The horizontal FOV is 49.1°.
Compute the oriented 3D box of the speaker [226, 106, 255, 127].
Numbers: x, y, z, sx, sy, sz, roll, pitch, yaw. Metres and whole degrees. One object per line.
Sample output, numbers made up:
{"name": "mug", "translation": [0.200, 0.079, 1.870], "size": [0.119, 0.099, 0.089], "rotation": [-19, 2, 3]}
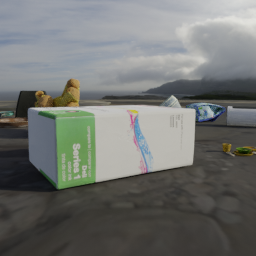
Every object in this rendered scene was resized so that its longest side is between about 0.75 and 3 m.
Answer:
{"name": "speaker", "translation": [5.454, -0.481, 12.220], "size": [2.155, 0.875, 0.875], "rotation": [4, 8, 23]}

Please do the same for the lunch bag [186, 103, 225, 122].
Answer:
{"name": "lunch bag", "translation": [4.011, -0.856, 14.553], "size": [1.567, 0.999, 1.333], "rotation": [-12, 10, -15]}

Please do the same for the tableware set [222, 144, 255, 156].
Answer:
{"name": "tableware set", "translation": [3.171, 0.510, 7.149], "size": [1.466, 0.225, 0.987], "rotation": [-1, 7, -1]}

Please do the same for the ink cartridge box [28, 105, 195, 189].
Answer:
{"name": "ink cartridge box", "translation": [-0.370, 0.176, 5.810], "size": [2.895, 1.216, 2.096], "rotation": [-4, 9, -30]}

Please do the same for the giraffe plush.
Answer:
{"name": "giraffe plush", "translation": [-2.665, -0.828, 10.396], "size": [1.616, 1.719, 1.993], "rotation": [3, -37, -12]}

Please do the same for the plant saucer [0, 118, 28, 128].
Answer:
{"name": "plant saucer", "translation": [-5.075, -0.238, 12.551], "size": [1.841, 0.295, 1.841], "rotation": [0, 7, 0]}

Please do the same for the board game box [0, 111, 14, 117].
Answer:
{"name": "board game box", "translation": [-8.399, -0.907, 17.699], "size": [1.871, 0.263, 1.265], "rotation": [2, 8, 13]}

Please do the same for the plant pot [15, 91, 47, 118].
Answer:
{"name": "plant pot", "translation": [-5.112, -1.245, 15.255], "size": [1.788, 1.590, 1.792], "rotation": [-1, 7, -13]}

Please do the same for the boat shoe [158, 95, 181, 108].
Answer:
{"name": "boat shoe", "translation": [1.425, -0.372, 10.769], "size": [1.018, 1.039, 2.918], "rotation": [-40, -2, -10]}
